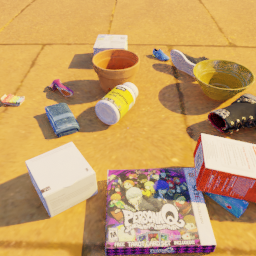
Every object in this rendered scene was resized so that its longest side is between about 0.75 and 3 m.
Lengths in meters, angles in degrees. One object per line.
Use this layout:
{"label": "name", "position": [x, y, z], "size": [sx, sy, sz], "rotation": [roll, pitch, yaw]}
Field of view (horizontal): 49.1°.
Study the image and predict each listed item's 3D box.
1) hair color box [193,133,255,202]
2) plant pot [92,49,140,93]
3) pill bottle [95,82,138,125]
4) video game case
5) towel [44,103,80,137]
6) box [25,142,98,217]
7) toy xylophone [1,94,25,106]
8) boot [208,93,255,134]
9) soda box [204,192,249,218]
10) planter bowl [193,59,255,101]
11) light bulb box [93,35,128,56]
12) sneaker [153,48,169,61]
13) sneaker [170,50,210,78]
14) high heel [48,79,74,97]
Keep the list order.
{"label": "hair color box", "position": [3.402, 1.207, 7.929], "size": [2.888, 0.923, 1.601], "rotation": [11, 34, 3]}
{"label": "plant pot", "position": [-0.502, -2.359, 12.086], "size": [1.978, 1.384, 1.978], "rotation": [1, 41, 0]}
{"label": "pill bottle", "position": [-0.356, -1.017, 10.791], "size": [1.023, 1.023, 1.839], "rotation": [20, 44, 21]}
{"label": "video game case", "position": [0.743, 2.142, 7.571], "size": [2.676, 0.479, 2.425], "rotation": [-1, 41, -1]}
{"label": "towel", "position": [-2.485, -0.361, 10.524], "size": [0.932, 0.405, 1.669], "rotation": [-18, 44, -21]}
{"label": "box", "position": [-1.887, 1.419, 8.009], "size": [1.503, 0.988, 1.511], "rotation": [-23, 46, -25]}
{"label": "toy xylophone", "position": [-4.721, -1.195, 11.615], "size": [0.956, 0.240, 0.700], "rotation": [4, 41, 4]}
{"label": "boot", "position": [4.396, -0.184, 9.927], "size": [2.022, 0.966, 2.677], "rotation": [-22, 40, -21]}
{"label": "soda box", "position": [2.732, 1.959, 7.852], "size": [0.363, 0.384, 1.132], "rotation": [-30, 49, -30]}
{"label": "planter bowl", "position": [3.912, -1.875, 11.801], "size": [2.472, 1.029, 2.472], "rotation": [0, 41, 0]}
{"label": "light bulb box", "position": [-0.837, -3.962, 14.233], "size": [1.580, 0.995, 1.594], "rotation": [3, 40, 4]}
{"label": "sneaker", "position": [1.703, -3.821, 14.527], "size": [0.358, 0.426, 1.086], "rotation": [-30, 51, -33]}
{"label": "sneaker", "position": [3.103, -3.206, 13.589], "size": [1.115, 0.795, 2.249], "rotation": [-25, 52, -29]}
{"label": "high heel", "position": [-2.753, -1.791, 12.127], "size": [1.468, 0.495, 0.704], "rotation": [14, 52, 35]}
